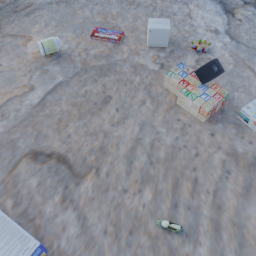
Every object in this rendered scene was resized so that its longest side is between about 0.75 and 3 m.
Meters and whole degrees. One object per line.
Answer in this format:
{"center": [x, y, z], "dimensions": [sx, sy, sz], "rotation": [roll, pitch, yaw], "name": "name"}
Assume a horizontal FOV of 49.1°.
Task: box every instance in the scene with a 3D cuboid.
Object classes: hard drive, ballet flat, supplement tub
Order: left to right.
{"center": [-3.827, -4.032, 13.725], "dimensions": [0.998, 0.724, 0.724], "rotation": [-23, 58, -16], "name": "supplement tub"}
{"center": [1.351, 3.096, 8.916], "dimensions": [0.867, 0.322, 0.322], "rotation": [13, 56, 9], "name": "ballet flat"}
{"center": [3.341, -2.310, 11.514], "dimensions": [1.082, 0.229, 0.730], "rotation": [-31, 92, 5], "name": "hard drive"}

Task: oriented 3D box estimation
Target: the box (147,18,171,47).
{"center": [1.527, -4.769, 14.029], "dimensions": [1.081, 1.087, 0.931], "rotation": [3, 52, 1], "name": "box"}

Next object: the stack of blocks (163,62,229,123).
{"center": [2.733, -1.569, 11.947], "dimensions": [1.480, 0.753, 2.570], "rotation": [-38, 63, -24], "name": "stack of blocks"}

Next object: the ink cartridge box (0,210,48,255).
{"center": [-3.651, 3.682, 8.042], "dimensions": [2.664, 1.017, 1.817], "rotation": [28, 59, 21], "name": "ink cartridge box"}

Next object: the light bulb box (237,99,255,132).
{"center": [5.173, -0.527, 11.289], "dimensions": [0.995, 0.621, 0.986], "rotation": [-30, 60, -19], "name": "light bulb box"}

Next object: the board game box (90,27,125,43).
{"center": [-1.078, -4.891, 14.691], "dimensions": [1.642, 0.160, 0.845], "rotation": [12, 56, 8], "name": "board game box"}

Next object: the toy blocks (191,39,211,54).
{"center": [3.579, -3.995, 13.926], "dimensions": [0.950, 0.475, 0.649], "rotation": [14, 67, 10], "name": "toy blocks"}
